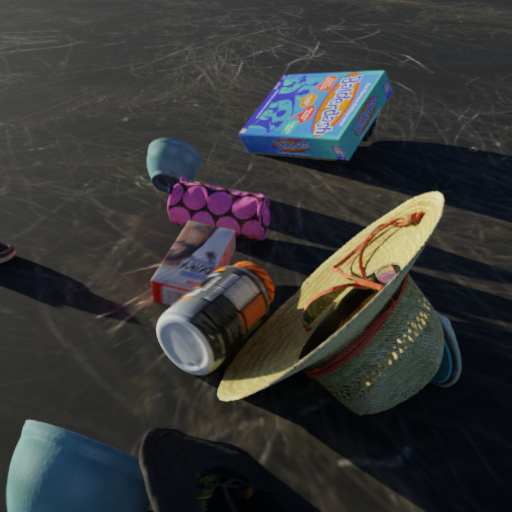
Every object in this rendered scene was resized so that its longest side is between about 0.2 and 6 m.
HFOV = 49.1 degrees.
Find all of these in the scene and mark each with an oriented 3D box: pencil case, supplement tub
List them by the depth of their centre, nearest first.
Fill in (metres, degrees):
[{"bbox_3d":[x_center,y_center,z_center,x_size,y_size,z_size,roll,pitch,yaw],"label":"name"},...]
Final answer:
[{"bbox_3d":[-0.505,0.807,7.873,1.022,1.022,1.668,19,37,27],"label":"supplement tub"},{"bbox_3d":[-0.681,-0.893,10.553,1.977,0.897,0.926,13,74,15],"label":"pencil case"}]

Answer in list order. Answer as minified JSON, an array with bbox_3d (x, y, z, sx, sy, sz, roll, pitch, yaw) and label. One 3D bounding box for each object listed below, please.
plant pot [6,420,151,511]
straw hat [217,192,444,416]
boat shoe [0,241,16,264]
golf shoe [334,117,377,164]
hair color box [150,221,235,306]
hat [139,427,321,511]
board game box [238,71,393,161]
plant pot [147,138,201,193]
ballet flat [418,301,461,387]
[{"bbox_3d":[-1.735,2.328,5.342,1.474,1.474,0.987,11,61,17],"label":"plant pot"},{"bbox_3d":[1.412,0.969,6.952,1.587,3.751,3.751,48,41,-4],"label":"straw hat"},{"bbox_3d":[-5.059,-0.215,9.874,1.618,0.582,0.584,7,33,11],"label":"boat shoe"},{"bbox_3d":[2.203,-3.357,14.291,1.348,1.109,2.853,15,36,25],"label":"golf shoe"},{"bbox_3d":[-0.984,0.143,9.144,0.885,0.510,1.596,12,41,10],"label":"hair color box"},{"bbox_3d":[-0.073,2.682,4.610,2.776,2.776,1.120,34,88,41],"label":"hat"},{"bbox_3d":[1.366,-3.391,13.369,3.023,0.680,2.299,13,60,40],"label":"board game box"},{"bbox_3d":[-1.838,-1.854,12.073,1.182,1.182,0.792,6,61,9],"label":"plant pot"},{"bbox_3d":[2.279,0.885,7.999,0.842,0.842,2.424,-12,39,-18],"label":"ballet flat"}]
